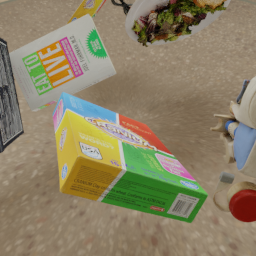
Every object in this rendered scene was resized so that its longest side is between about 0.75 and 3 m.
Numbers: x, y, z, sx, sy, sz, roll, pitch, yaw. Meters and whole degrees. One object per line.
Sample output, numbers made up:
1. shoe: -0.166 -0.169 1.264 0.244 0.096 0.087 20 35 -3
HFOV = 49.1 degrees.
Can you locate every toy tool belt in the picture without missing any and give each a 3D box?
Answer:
1. toy tool belt: 2.399 0.163 5.129 1.686 2.701 1.660 14 20 1

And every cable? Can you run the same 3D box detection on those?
1. cable: -0.015 -4.023 9.322 0.352 1.400 0.680 30 88 31

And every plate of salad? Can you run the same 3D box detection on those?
1. plate of salad: 1.395 -2.982 7.550 2.980 2.980 0.716 -13 77 -11

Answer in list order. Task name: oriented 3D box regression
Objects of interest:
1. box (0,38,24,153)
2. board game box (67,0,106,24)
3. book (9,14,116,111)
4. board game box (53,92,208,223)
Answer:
1. box: -3.267 -0.749 5.763 1.481 2.404 2.385 -10 9 -11
2. board game box: -1.140 -4.136 9.286 0.470 2.330 1.782 36 6 -16
3. book: -1.676 -1.600 7.129 2.358 0.567 1.575 -25 89 7
4. board game box: -0.188 0.345 4.750 2.033 0.536 2.658 20 16 -25
